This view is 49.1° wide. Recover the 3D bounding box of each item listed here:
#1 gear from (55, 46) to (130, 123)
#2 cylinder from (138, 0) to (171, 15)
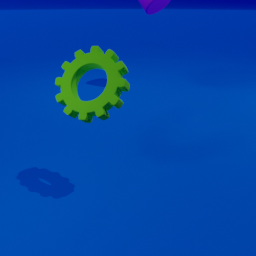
[{"bbox_3d":[-0.555,-0.666,4.271,1.153,1.153,0.213,10,-9,21],"label":"gear"},{"bbox_3d":[0.810,-4.650,9.586,1.042,1.042,1.042,-29,-6,-3],"label":"cylinder"}]
